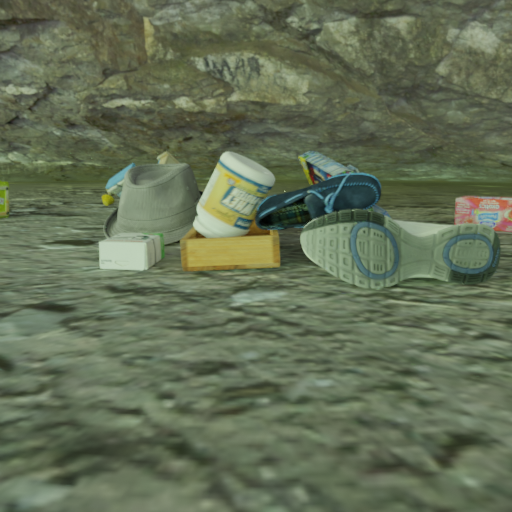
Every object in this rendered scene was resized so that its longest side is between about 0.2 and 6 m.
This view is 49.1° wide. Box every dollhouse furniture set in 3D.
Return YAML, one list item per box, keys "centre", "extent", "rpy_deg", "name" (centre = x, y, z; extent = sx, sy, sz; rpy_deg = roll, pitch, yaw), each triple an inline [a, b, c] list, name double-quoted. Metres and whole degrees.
- centre: [-3.073, -1.358, 16.867]
  extent: [2.714, 2.562, 1.771]
  rpy_deg: [-22, 40, 35]
  name: "dollhouse furniture set"

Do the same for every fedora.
- centre: [-2.349, -1.451, 13.400]
  extent: [2.600, 1.328, 2.940]
  rpy_deg: [7, 29, 22]
  name: "fedora"

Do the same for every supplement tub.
- centre: [-0.454, -1.086, 10.843]
  extent: [1.141, 1.578, 1.141]
  rpy_deg: [25, 16, -8]
  name: "supplement tub"

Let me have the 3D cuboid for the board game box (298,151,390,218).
- centre: [1.979, -0.923, 11.243]
  extent: [0.719, 2.330, 2.329]
  rpy_deg: [-31, 28, -6]
  name: "board game box"

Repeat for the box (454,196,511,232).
- centre: [6.496, -1.162, 15.377]
  extent: [1.833, 0.875, 0.914]
  rpy_deg: [7, 12, 36]
  name: "box"

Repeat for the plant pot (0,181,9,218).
- centre: [-8.804, -1.845, 18.089]
  extent: [1.260, 1.388, 1.381]
  rpy_deg: [14, 16, 29]
  name: "plant pot"

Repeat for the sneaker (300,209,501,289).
- centre: [2.206, -0.083, 9.042]
  extent: [3.179, 1.184, 1.385]
  rpy_deg: [7, 4, -11]
  name: "sneaker"

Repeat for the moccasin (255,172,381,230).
- centre: [1.055, -0.769, 9.710]
  extent: [2.254, 0.907, 0.769]
  rpy_deg: [-16, 24, 24]
  name: "moccasin"

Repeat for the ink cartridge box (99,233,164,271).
- centre: [-2.276, -0.101, 10.365]
  extent: [0.888, 0.512, 1.217]
  rpy_deg: [1, 10, 4]
  name: "ink cartridge box"

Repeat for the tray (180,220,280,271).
- centre: [-0.429, -0.313, 11.173]
  extent: [1.674, 0.628, 3.394]
  rpy_deg: [-3, 9, 1]
  name: "tray"
